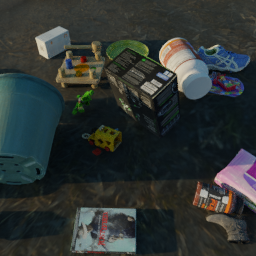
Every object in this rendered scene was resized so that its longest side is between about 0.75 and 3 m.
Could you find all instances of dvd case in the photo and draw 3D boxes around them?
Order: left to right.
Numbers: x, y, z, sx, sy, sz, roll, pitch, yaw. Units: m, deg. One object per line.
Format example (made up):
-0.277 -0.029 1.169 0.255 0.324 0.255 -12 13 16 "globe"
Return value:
-0.632 2.826 7.774 1.720 0.189 1.256 1 47 2 "dvd case"

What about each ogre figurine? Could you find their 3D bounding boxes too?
-1.735 -1.056 10.904 0.561 1.143 0.685 19 17 -14 "ogre figurine"

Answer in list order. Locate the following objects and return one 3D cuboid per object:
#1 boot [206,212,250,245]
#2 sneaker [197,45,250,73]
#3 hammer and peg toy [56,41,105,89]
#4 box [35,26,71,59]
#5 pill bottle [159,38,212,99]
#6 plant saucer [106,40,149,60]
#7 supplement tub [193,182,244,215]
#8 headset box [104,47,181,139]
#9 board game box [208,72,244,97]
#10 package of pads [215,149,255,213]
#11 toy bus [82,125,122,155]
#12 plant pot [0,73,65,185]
2.745 2.765 7.716 1.139 0.398 0.750 2 52 8 "boot"
4.368 -3.208 12.905 2.621 1.009 0.992 -2 45 -3 "sneaker"
-2.059 -2.867 12.651 1.943 0.931 2.642 2 47 4 "hammer and peg toy"
-3.686 -4.260 13.939 0.732 0.934 1.502 32 54 27 "box"
2.446 -2.516 11.903 1.522 1.522 2.714 -11 49 -10 "pill bottle"
-0.020 -3.672 13.815 2.078 0.323 2.078 1 47 -1 "plant saucer"
2.612 2.072 8.124 1.349 0.721 0.721 14 48 13 "supplement tub"
0.605 -1.135 9.937 1.218 2.627 2.287 -44 58 -15 "headset box"
4.206 -1.996 12.222 1.730 0.337 1.367 13 48 12 "board game box"
3.879 1.723 8.304 1.328 0.834 2.204 -40 58 -20 "package of pads"
-0.871 0.251 9.747 1.328 0.686 1.253 -10 40 -15 "toy bus"
-3.464 0.164 8.789 2.699 2.699 2.643 -2 54 -2 "plant pot"
